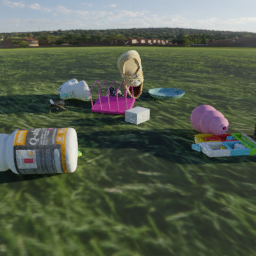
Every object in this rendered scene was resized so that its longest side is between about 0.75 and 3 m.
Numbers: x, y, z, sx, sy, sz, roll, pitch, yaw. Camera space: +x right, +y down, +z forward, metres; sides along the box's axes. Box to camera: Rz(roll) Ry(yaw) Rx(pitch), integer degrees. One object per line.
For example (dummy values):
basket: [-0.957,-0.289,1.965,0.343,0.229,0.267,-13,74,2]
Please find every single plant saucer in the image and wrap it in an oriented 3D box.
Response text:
plant saucer: [2.135,-1.902,15.580,1.992,0.273,1.992,-1,20,0]

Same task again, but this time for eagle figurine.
eagle figurine: [-3.227,-1.031,12.919,0.807,0.612,0.609,-9,1,-9]

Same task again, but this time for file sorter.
file sorter: [-0.716,-1.465,12.756,1.774,1.112,1.233,6,38,14]

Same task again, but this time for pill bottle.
pill bottle: [-2.443,0.617,7.446,2.076,1.208,1.208,-1,20,-4]

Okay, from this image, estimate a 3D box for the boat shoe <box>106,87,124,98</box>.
boat shoe: [-0.586,-1.600,14.077,0.720,0.680,2.006,-8,26,-19]

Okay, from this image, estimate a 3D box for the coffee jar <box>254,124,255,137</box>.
coffee jar: [5.322,0.139,9.188,2.070,0.883,1.080,18,28,39]

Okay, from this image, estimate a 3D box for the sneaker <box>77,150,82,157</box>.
sneaker: [-1.864,0.606,8.469,1.174,0.490,0.435,18,23,40]

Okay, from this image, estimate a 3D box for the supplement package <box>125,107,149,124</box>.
supplement package: [0.386,-0.536,11.619,0.648,0.461,0.832,17,25,37]

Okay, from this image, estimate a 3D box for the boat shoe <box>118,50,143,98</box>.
boat shoe: [0.245,-2.255,12.327,1.057,0.992,2.867,-23,-22,-1]

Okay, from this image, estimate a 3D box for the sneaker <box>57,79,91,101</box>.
sneaker: [-2.894,-1.834,14.648,1.299,1.105,2.936,-24,24,-22]

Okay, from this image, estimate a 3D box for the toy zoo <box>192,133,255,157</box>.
toy zoo: [3.090,0.530,9.099,2.091,0.214,1.372,-2,21,-6]

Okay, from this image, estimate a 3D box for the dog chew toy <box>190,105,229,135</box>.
dog chew toy: [2.929,-0.216,9.944,1.029,1.029,1.652,-6,19,-16]
